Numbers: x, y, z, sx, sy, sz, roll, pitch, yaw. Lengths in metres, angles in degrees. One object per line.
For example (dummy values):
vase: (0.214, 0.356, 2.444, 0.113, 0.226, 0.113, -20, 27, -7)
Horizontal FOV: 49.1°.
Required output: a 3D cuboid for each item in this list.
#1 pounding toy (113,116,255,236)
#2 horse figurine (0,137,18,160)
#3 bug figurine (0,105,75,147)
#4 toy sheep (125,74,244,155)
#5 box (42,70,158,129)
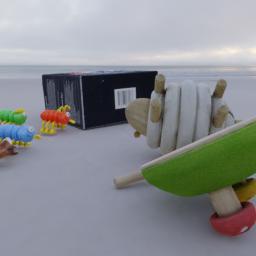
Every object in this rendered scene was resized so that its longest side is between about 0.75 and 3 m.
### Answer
pounding toy: (0.891, 0.575, 3.052, 1.502, 0.903, 1.945, -19, -9, -28)
horse figurine: (-3.021, 0.269, 4.378, 2.230, 0.557, 1.478, 1, 20, -32)
bug figurine: (-2.260, -0.092, 5.859, 1.824, 0.605, 2.351, 4, 13, 10)
toy sheep: (0.985, -0.139, 4.591, 2.091, 1.441, 1.441, 10, 14, 8)
box: (-0.833, -0.992, 8.324, 2.615, 1.361, 2.381, -12, 16, -37)
